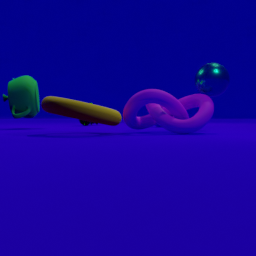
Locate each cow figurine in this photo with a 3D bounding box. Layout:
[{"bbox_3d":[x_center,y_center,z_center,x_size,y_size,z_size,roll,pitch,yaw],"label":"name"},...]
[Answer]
[{"bbox_3d":[-1.589,-0.421,11.344,0.697,1.249,1.270,-3,37,12],"label":"cow figurine"}]

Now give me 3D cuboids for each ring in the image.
[{"bbox_3d":[-0.882,-0.317,5.409,1.543,0.309,1.543,12,0,0],"label":"ring"}]

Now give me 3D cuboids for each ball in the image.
[{"bbox_3d":[1.798,-1.027,6.000,0.726,0.726,0.726,0,2,0],"label":"ball"}]

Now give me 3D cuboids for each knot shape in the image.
[{"bbox_3d":[0.851,-0.342,6.041,1.796,0.830,1.681,4,3,8],"label":"knot shape"}]

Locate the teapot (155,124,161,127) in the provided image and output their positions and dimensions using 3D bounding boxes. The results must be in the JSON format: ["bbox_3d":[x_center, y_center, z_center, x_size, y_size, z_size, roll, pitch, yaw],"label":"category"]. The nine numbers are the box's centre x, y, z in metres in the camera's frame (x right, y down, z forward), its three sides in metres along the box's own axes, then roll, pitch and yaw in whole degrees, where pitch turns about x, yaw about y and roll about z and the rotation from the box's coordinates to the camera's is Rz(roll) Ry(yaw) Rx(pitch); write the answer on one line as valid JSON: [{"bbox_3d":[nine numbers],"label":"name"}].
[{"bbox_3d":[1.261,-0.398,9.771,0.894,0.704,1.437,-3,4,-30],"label":"teapot"}]

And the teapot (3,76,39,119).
[{"bbox_3d":[-3.115,-0.929,8.163,0.973,1.236,1.987,-4,42,-14],"label":"teapot"}]
